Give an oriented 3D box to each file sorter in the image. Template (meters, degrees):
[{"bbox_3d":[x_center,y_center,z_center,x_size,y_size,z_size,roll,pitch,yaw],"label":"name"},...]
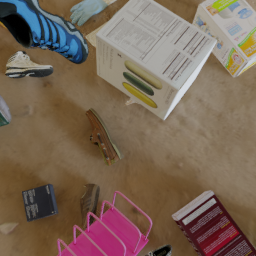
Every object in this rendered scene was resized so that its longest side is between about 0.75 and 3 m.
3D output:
[{"bbox_3d":[-0.598,3.002,7.530,1.523,1.374,2.191,36,49,24],"label":"file sorter"}]

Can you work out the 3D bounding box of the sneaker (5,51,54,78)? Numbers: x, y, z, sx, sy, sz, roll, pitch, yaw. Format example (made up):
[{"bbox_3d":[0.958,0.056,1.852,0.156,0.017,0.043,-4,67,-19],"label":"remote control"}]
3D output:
[{"bbox_3d":[-3.488,-2.331,9.918,1.687,0.637,0.971,-3,77,1],"label":"sneaker"}]

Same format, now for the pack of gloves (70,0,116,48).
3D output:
[{"bbox_3d":[-0.786,-4.433,10.551,2.603,0.514,2.187,-41,80,-10],"label":"pack of gloves"}]

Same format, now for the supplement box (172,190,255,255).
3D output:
[{"bbox_3d":[2.660,3.346,8.330,1.416,0.792,2.602,-32,77,-9],"label":"supplement box"}]

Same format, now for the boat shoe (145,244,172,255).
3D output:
[{"bbox_3d":[0.724,3.864,8.167,1.388,0.474,0.512,-20,56,-20],"label":"boat shoe"}]

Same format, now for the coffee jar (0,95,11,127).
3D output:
[{"bbox_3d":[-5.084,-0.350,9.126,2.177,1.135,0.929,-18,52,-5],"label":"coffee jar"}]

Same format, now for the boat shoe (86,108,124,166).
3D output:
[{"bbox_3d":[-0.930,0.279,9.181,0.688,0.728,2.022,-31,77,-9],"label":"boat shoe"}]

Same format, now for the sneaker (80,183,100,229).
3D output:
[{"bbox_3d":[-1.278,2.442,8.817,0.522,0.487,1.381,6,70,20],"label":"sneaker"}]

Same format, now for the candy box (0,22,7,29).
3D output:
[{"bbox_3d":[-4.437,-4.294,10.627,2.061,0.272,1.054,36,82,10],"label":"candy box"}]

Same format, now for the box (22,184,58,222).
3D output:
[{"bbox_3d":[-2.734,2.334,8.753,0.872,0.498,0.958,-15,76,-4],"label":"box"}]

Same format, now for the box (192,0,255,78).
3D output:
[{"bbox_3d":[3.678,-3.329,9.823,1.459,1.314,2.593,-32,78,-7],"label":"box"}]

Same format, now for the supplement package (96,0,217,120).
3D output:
[{"bbox_3d":[0.757,-2.207,8.964,2.877,2.183,2.167,35,70,9],"label":"supplement package"}]

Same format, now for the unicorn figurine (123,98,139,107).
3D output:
[{"bbox_3d":[0.237,-0.987,9.739,0.759,0.280,0.521,8,62,14],"label":"unicorn figurine"}]

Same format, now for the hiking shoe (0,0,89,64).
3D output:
[{"bbox_3d":[-2.093,-2.214,6.645,1.025,2.754,1.194,-7,61,38],"label":"hiking shoe"}]
